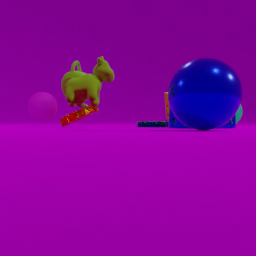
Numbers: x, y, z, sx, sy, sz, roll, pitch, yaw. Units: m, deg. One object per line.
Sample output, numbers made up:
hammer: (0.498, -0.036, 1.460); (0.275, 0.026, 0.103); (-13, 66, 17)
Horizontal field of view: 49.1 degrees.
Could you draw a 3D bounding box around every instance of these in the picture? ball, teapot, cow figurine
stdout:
ball: (-3.033, -0.770, 9.962); (1.014, 1.014, 1.014); (0, 1, 0)
teapot: (-1.540, -1.275, 8.893); (1.042, 1.675, 0.820); (7, 27, 28)
cow figurine: (-0.859, -1.037, 6.214); (1.103, 1.085, 0.605); (-2, -18, 3)
ball: (1.392, -0.613, 5.133); (1.308, 1.308, 1.308); (0, 1, 0)

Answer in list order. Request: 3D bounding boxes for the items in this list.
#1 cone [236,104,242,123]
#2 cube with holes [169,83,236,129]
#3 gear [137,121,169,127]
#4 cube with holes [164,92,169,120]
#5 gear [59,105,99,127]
cone: (2.921, -0.368, 8.960); (1.120, 1.120, 1.124); (0, -19, 7)
cube with holes: (1.990, -0.620, 7.569); (1.244, 1.244, 1.244); (-1, 1, -32)
gear: (0.852, -0.128, 9.579); (1.068, 0.198, 1.068); (0, 1, 0)
cube with holes: (2.226, -0.894, 11.151); (1.095, 1.095, 1.095); (-10, 14, -19)
gear: (-1.793, -0.465, 10.315); (1.454, 0.269, 1.454); (-24, 1, 1)
